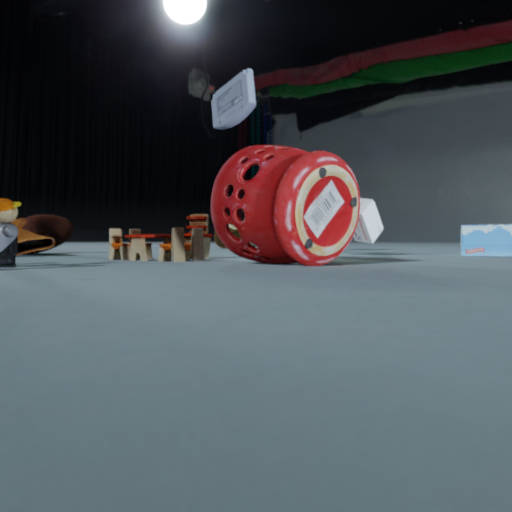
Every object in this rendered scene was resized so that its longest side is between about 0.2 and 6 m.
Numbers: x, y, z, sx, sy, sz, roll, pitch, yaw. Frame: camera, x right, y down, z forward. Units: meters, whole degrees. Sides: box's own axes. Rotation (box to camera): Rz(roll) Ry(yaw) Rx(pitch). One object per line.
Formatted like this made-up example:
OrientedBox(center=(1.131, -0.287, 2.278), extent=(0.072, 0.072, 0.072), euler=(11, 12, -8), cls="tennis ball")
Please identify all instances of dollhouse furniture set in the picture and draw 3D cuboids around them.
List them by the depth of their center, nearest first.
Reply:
OrientedBox(center=(-1.101, -0.242, 7.040), extent=(1.159, 0.597, 1.146), euler=(1, 2, 37), cls="dollhouse furniture set")

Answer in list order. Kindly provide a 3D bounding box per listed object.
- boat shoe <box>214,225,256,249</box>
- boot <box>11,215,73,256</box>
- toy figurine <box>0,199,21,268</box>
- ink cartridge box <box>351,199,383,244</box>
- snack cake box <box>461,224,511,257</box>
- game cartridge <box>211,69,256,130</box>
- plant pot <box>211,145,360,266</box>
OrientedBox(center=(-0.510, -0.492, 14.942), extent=(0.613, 0.681, 1.888), euler=(7, 2, -33), cls="boat shoe")
OrientedBox(center=(-3.717, -0.358, 9.202), extent=(1.976, 0.719, 2.099), euler=(-1, 3, -36), cls="boot")
OrientedBox(center=(-2.686, -0.244, 4.902), extent=(1.058, 0.736, 1.042), euler=(0, 2, 4), cls="toy figurine")
OrientedBox(center=(1.457, -0.574, 8.706), extent=(0.855, 0.622, 0.359), euler=(12, 52, 42), cls="ink cartridge box")
OrientedBox(center=(3.947, -0.239, 8.585), extent=(1.472, 0.495, 0.847), euler=(0, 1, 25), cls="snack cake box")
OrientedBox(center=(-0.398, -2.669, 9.756), extent=(0.227, 0.749, 1.123), euler=(8, -16, -36), cls="game cartridge")
OrientedBox(center=(0.350, -0.487, 5.728), extent=(1.256, 1.256, 1.144), euler=(-1, 11, -40), cls="plant pot")
